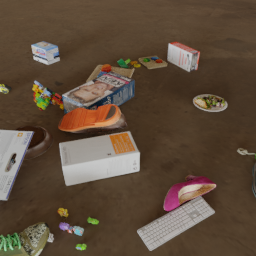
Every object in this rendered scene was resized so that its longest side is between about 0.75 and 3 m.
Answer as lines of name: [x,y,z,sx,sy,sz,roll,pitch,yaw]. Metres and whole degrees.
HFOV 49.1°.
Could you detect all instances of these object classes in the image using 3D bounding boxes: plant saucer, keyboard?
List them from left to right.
plant saucer: [-3.558,0.420,9.755,1.828,0.293,1.828,0,35,0]
keyboard: [1.265,2.384,7.159,2.106,0.112,0.593,-20,40,-25]

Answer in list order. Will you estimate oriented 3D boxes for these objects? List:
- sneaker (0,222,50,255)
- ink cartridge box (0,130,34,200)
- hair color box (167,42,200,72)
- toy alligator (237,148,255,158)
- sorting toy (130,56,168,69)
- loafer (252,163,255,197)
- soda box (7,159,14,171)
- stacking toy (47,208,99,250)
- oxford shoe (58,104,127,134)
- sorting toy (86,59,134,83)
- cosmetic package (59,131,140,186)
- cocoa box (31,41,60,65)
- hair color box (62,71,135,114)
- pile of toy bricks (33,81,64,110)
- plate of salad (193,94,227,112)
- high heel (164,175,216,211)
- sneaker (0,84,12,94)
sneaker: [-2.699,2.634,6.057,2.076,0.920,0.798,-27,44,-28]
ink cartridge box: [-4.169,1.067,8.197,2.390,0.517,2.346,4,50,5]
hair color box: [2.946,-3.848,15.050,0.588,1.020,1.838,-20,41,-25]
toy alligator: [4.539,0.895,8.839,2.070,0.562,0.614,23,42,28]
sorting toy: [1.111,-3.623,15.403,1.777,0.238,1.324,-13,38,-18]
loafer: [3.919,1.478,8.049,0.613,0.537,1.707,7,36,10]
soda box: [-4.101,1.107,8.744,1.042,0.331,0.356,10,36,12]
stacking toy: [-1.390,2.472,6.912,1.115,0.262,0.840,10,37,13]
oxford shoe: [-1.304,-0.114,9.955,2.721,0.992,0.970,-3,57,32]
sorting toy: [-0.754,-2.964,14.333,2.084,0.415,2.819,7,37,9]
cosmetic package: [-0.876,0.892,8.633,2.273,0.810,1.153,-10,37,-13]
cocoa box: [-4.613,-4.220,15.693,1.316,0.863,0.877,25,43,31]
hair color box: [-1.137,-1.355,11.703,1.452,0.879,2.904,24,42,29]
pile of toy bricks: [-3.423,-1.154,11.599,1.846,1.024,0.911,31,84,21]
plate of salad: [3.483,-1.133,11.857,1.421,0.341,1.421,0,35,0]
high heel: [1.674,1.798,7.556,0.812,0.570,1.693,10,21,39]
sneaker: [-5.788,-1.854,12.912,0.953,0.355,0.403,25,36,17]
